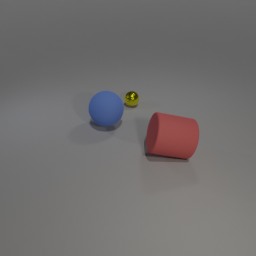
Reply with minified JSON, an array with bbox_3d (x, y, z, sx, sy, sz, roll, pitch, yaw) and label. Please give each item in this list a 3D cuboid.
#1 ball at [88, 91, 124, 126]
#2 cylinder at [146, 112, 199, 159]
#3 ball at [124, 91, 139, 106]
[{"bbox_3d":[-0.867,-0.777,11.146,1.400,1.400,1.400,0,32,0],"label":"ball"},{"bbox_3d":[1.475,0.260,9.518,1.400,1.400,1.400,10,31,-11],"label":"cylinder"},{"bbox_3d":[0.177,-1.363,12.988,0.700,0.700,0.700,0,32,0],"label":"ball"}]
